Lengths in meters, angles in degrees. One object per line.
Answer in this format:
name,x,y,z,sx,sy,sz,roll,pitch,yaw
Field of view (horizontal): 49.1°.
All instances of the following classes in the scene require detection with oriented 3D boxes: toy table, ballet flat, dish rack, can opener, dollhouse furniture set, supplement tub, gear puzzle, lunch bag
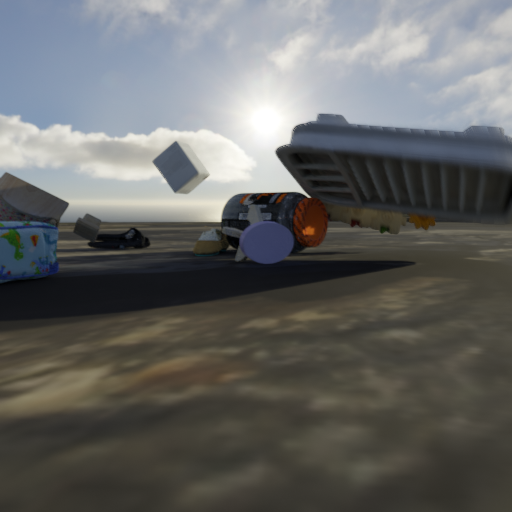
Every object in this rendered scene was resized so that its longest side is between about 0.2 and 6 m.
toy table,0.015,-0.267,8.610,1.014,0.932,0.594,22,4,-45
ballet flat,-0.872,-0.273,10.641,0.520,0.478,1.516,1,5,8
dish rack,2.531,-1.463,9.489,3.877,0.844,3.327,10,-8,21
can opener,-3.025,-0.305,12.170,1.409,0.554,0.447,-2,43,12
dollhouse furniture set,-3.394,-0.040,7.265,2.229,1.088,1.901,26,-42,-7
supplement tub,0.362,-0.676,11.195,1.966,1.205,1.205,3,6,38
gear puzzle,2.585,-1.191,12.087,2.757,1.428,0.361,12,-12,-2
lunch bag,-3.189,-0.052,6.306,1.350,0.693,1.680,3,5,21

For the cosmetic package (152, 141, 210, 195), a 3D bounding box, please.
cosmetic package,-1.425,-1.677,10.720,0.646,0.783,0.645,-37,-6,15
